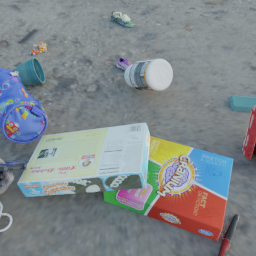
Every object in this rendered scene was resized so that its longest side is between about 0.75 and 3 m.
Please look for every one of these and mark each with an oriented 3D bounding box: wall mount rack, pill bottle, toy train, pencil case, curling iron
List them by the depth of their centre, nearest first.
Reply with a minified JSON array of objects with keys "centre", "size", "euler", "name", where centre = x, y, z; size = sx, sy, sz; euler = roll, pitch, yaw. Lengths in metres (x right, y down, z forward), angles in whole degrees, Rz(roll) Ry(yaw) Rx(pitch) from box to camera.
[{"centre":[1.797,2.187,5.354],"size":[0.375,0.193,1.512],"euler":[30,51,28],"name":"curling iron"},{"centre":[-2.968,1.938,5.414],"size":[1.247,0.465,1.083],"euler":[-5,45,-2],"name":"wall mount rack"},{"centre":[-3.036,-0.705,7.402],"size":[1.177,1.058,2.711],"euler":[-51,47,4],"name":"pencil case"},{"centre":[0.557,-1.575,8.376],"size":[0.893,0.893,1.534],"euler":[-24,18,-23],"name":"pill bottle"},{"centre":[-3.468,-3.117,10.839],"size":[0.620,0.230,0.826],"euler":[-5,45,-6],"name":"toy train"}]

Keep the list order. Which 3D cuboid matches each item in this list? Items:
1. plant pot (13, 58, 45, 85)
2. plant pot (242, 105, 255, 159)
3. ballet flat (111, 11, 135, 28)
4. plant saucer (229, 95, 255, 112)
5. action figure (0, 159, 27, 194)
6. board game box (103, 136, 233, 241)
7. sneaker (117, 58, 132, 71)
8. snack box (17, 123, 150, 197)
[{"centre":[-3.237,-1.754,9.062],"size":[0.787,0.837,0.837],"euler":[-16,45,4],"name":"plant pot"},{"centre":[3.510,0.160,6.539],"size":[1.400,1.538,1.538],"euler":[14,45,23],"name":"plant pot"},{"centre":[-0.271,-4.899,12.527],"size":[1.358,0.504,0.504],"euler":[30,51,27],"name":"ballet flat"},{"centre":[4.020,-0.701,8.382],"size":[1.853,0.176,0.648],"euler":[6,45,5],"name":"plant saucer"},{"centre":[-3.303,1.240,5.389],"size":[2.354,1.231,2.277],"euler":[5,14,-5],"name":"action figure"},{"centre":[0.941,1.143,6.221],"size":[2.437,0.491,1.865],"euler":[15,46,15],"name":"board game box"},{"centre":[-0.039,-2.217,9.803],"size":[0.846,0.374,0.340],"euler":[29,50,25],"name":"sneaker"},{"centre":[-0.895,0.682,6.181],"size":[2.678,0.497,1.556],"euler":[-7,37,14],"name":"snack box"}]
